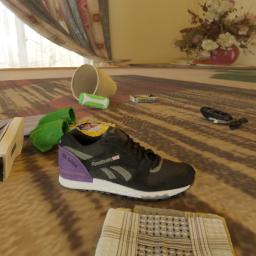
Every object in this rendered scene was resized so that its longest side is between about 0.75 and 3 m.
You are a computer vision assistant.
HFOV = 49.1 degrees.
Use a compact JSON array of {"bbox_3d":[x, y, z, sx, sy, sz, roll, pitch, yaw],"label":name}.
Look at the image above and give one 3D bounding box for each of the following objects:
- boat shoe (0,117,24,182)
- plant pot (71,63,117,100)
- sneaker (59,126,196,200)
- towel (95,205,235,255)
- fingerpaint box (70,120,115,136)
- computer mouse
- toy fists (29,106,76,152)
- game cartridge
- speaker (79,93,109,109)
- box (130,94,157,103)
[{"bbox_3d":[-3.503,0.374,7.112,1.327,1.069,2.862,5,16,-11],"label":"boat shoe"},{"bbox_3d":[-1.691,-2.392,15.834,2.034,2.034,2.172,12,5,37],"label":"plant pot"},{"bbox_3d":[-0.071,0.638,5.841,2.958,1.295,1.120,2,16,7],"label":"sneaker"},{"bbox_3d":[0.540,1.687,3.912,1.940,0.348,2.015,2,15,7],"label":"towel"},{"bbox_3d":[-1.215,0.165,8.976,1.132,0.498,1.357,7,18,25],"label":"fingerpaint box"},{"bbox_3d":[3.519,-0.318,10.909,1.932,0.445,1.357,22,27,36],"label":"computer mouse"},{"bbox_3d":[-2.285,0.022,8.606,1.100,0.742,2.157,-14,24,5],"label":"toy fists"},{"bbox_3d":[-3.506,-0.055,9.937,2.484,0.477,1.610,-9,23,-30],"label":"game cartridge"},{"bbox_3d":[-1.631,-1.304,13.498,1.373,0.607,0.607,10,11,-24],"label":"speaker"},{"bbox_3d":[0.849,-1.635,15.647,1.289,0.318,1.029,-3,15,-11],"label":"box"}]
